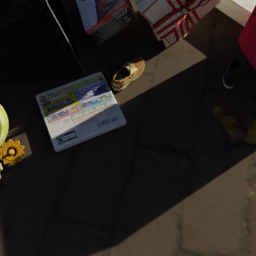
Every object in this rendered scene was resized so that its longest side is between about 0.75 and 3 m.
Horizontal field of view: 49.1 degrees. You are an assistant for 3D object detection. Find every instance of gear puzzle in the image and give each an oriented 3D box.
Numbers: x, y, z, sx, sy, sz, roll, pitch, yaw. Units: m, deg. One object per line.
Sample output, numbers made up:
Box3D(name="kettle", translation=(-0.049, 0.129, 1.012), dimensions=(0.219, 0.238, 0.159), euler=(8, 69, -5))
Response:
Box3D(name="gear puzzle", translation=(-3.913, 0.887, 7.067), dimensions=(2.611, 0.342, 1.352), euler=(-21, 85, -10))

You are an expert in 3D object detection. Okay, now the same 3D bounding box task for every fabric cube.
Box3D(name="fabric cube", translation=(5.243, -2.727, 7.557), dimensions=(2.813, 2.804, 2.760), euler=(-17, 66, -8))

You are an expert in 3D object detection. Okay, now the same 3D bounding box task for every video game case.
Box3D(name="video game case", translation=(-1.347, -0.517, 7.899), dimensions=(2.053, 0.226, 1.869), euler=(-22, 66, -10))

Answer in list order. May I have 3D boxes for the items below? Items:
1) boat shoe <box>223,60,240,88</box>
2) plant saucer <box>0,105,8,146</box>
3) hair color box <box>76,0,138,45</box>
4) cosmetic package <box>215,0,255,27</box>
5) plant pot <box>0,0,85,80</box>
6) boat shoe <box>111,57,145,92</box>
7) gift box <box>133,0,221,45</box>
Box3D(name="boat shoe", translation=(3.114, -1.633, 8.398), dimensions=(0.378, 0.315, 1.012), euler=(22, 67, 9))
Box3D(name="plant saucer", translation=(-3.026, 0.010, 5.371), dimensions=(1.427, 1.427, 0.222), euler=(-42, 36, -18))
Box3D(name="hair color box", translation=(-0.873, -4.266, 9.061), dimensions=(1.513, 0.872, 2.727), euler=(-28, 65, 19))
Box3D(name="cosmetic package", translation=(4.007, -4.694, 9.688), dimensions=(1.964, 0.673, 2.605), euler=(-38, 70, -19))
Box3D(name="plant pot", translation=(-3.101, -2.968, 7.814), dimensions=(2.521, 2.842, 2.835), euler=(-20, 65, 0))
Box3D(name="boat shoe", translation=(0.025, -1.655, 8.299), dimensions=(0.512, 0.500, 1.353), euler=(34, 69, 15))
Box3D(name="gift box", translation=(1.389, -4.066, 8.347), dimensions=(2.258, 2.447, 2.285), euler=(-41, 61, 24))
